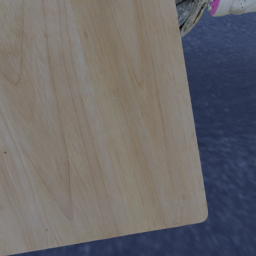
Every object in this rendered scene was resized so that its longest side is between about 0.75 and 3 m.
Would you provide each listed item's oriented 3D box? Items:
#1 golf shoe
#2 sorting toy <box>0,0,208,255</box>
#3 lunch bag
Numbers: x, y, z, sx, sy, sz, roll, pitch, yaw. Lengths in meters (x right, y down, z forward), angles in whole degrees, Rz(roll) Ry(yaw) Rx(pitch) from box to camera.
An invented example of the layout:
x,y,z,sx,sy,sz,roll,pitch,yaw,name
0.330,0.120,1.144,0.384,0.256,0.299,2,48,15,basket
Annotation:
x,y,z,sx,sy,sz,roll,pitch,yaw,name
2.427,-2.949,5.636,1.337,1.100,2.920,12,44,15,golf shoe
-0.720,-0.078,3.530,2.877,2.894,1.007,-11,18,5,sorting toy
1.218,-3.320,7.938,2.536,1.491,2.080,-18,22,41,lunch bag
